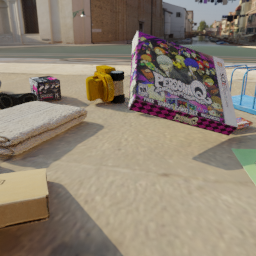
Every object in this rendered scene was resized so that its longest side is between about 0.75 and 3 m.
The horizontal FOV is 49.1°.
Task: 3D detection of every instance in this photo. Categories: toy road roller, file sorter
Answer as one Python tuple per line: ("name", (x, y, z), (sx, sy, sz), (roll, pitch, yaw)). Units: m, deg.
("toy road roller", (-1.003, -1.577, 10.256), (1.376, 1.158, 1.885), (-12, 24, -27))
("file sorter", (4.279, -1.322, 9.333), (1.499, 1.326, 2.161), (-10, 21, -27))

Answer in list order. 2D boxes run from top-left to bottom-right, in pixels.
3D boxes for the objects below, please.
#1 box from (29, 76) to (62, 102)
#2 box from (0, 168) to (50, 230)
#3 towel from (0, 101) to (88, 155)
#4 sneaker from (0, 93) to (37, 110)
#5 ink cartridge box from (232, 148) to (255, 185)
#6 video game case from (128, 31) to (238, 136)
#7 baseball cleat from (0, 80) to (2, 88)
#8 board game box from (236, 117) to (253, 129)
("box", (-3.159, -1.496, 10.640), (0.878, 0.762, 1.328), (-13, 22, -28))
("box", (-2.469, 0.952, 3.510), (2.844, 0.303, 2.325), (-7, 2, -17))
("towel", (-2.595, -0.110, 7.202), (1.967, 0.512, 2.968), (10, 21, 24))
("sneaker", (-3.914, -0.919, 9.529), (1.512, 0.574, 0.686), (-5, 9, -32))
("ink cartridge box", (3.696, 0.575, 5.054), (2.953, 0.708, 2.149), (3, 20, 3))
("video game case", (1.371, -1.178, 7.159), (2.694, 0.482, 2.442), (14, 53, -14))
("baseball cleat", (-5.701, -1.864, 10.875), (0.851, 1.299, 2.442), (14, 26, 1))
("board game box", (2.842, -0.109, 7.511), (0.883, 0.086, 0.455), (-12, 28, -22))
